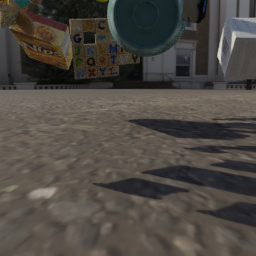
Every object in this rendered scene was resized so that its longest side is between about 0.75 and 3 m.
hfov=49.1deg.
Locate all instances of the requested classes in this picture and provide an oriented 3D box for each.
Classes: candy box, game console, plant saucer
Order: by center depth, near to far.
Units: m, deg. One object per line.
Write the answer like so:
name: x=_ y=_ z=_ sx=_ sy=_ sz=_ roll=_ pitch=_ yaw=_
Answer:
game console: x=1.474 y=-2.677 z=5.334 sx=0.712 sy=1.223 sz=1.075 roll=-5 pitch=26 yaw=-12
plant saucer: x=0.486 y=-3.028 z=7.507 sx=2.201 sy=2.201 sz=0.302 roll=2 pitch=19 yaw=11
candy box: x=-2.768 y=-2.867 z=9.464 sx=1.571 sy=0.753 sz=2.722 roll=17 pitch=-5 yaw=-6

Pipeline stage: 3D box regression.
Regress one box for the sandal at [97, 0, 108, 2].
sandal: x=-0.576 y=-2.546 z=4.088 sx=0.592 sy=1.359 sz=0.540 roll=-34 pitch=16 yaw=-13

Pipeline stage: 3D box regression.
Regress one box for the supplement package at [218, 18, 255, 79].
supplement package: x=3.375 y=-1.957 z=6.915 sx=1.942 sy=1.139 sz=1.135 roll=2 pitch=44 yaw=4

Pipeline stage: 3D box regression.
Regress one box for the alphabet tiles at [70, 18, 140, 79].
alphabet tiles: x=-0.695 y=-2.668 z=9.441 sx=2.358 sy=1.971 sz=0.089 roll=-8 pitch=33 yaw=-14

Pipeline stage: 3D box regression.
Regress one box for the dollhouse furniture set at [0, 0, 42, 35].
dollhouse furniture set: x=-2.224 y=-2.156 z=4.535 sx=1.437 sy=2.209 sz=2.029 roll=46 pitch=44 yaw=10

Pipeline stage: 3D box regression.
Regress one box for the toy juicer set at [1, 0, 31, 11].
toy juicer set: x=-2.861 y=-3.334 z=7.310 sx=1.741 sy=0.474 sz=1.108 roll=-36 pitch=47 yaw=-9
